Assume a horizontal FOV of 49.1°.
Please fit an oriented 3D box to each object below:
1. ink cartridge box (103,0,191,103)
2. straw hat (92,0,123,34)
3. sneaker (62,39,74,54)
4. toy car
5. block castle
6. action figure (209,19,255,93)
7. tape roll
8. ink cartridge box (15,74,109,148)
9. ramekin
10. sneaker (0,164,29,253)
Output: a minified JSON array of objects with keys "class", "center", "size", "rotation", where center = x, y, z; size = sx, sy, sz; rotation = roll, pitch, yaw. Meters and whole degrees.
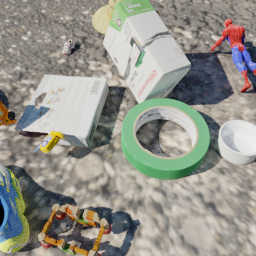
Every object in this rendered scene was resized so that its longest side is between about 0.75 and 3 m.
[{"class":"ink cartridge box","center":[0.454,-2.204,8.293],"size":[1.063,1.841,2.521],"rotation":[-23,76,-26]},{"class":"straw hat","center":[-0.220,-5.076,11.617],"size":[2.823,1.195,2.823],"rotation":[0,51,1]},{"class":"sneaker","center":[-2.269,-3.055,10.499],"size":[0.308,0.334,0.757],"rotation":[10,51,8]},{"class":"toy car","center":[-2.922,-0.164,7.018],"size":[2.474,1.214,0.823],"rotation":[18,53,22]},{"class":"block castle","center":[-1.104,2.239,5.966],"size":[1.365,0.640,0.912],"rotation":[12,56,13]},{"class":"action figure","center":[3.707,-2.413,9.745],"size":[0.898,1.361,2.751],"rotation":[-7,73,-10]},{"class":"tape roll","center":[0.983,0.231,7.562],"size":[2.331,0.560,2.331],"rotation":[1,53,-2]},{"class":"ink cartridge box","center":[-1.863,-0.599,8.365],"size":[2.087,0.524,2.405],"rotation":[5,51,10]},{"class":"ramekin","center":[2.978,0.401,7.499],"size":[1.178,0.574,1.178],"rotation":[0,51,0]},{"class":"sneaker","center":[-2.865,1.461,6.175],"size":[0.914,1.268,2.414],"rotation":[-28,56,-21]}]
